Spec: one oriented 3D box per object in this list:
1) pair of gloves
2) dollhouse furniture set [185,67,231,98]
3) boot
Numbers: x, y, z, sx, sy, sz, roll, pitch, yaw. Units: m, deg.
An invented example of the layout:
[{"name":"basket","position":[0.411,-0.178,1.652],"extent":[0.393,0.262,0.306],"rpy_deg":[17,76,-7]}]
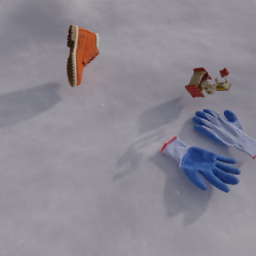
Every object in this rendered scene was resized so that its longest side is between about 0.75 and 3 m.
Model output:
[{"name":"pair of gloves","position":[2.031,0.390,6.578],"extent":[1.841,0.261,2.290],"rpy_deg":[35,62,28]},{"name":"dollhouse furniture set","position":[2.112,-1.161,7.085],"extent":[1.209,0.492,0.651],"rpy_deg":[7,63,51]},{"name":"boot","position":[-1.202,-1.914,7.678],"extent":[0.908,0.636,1.694],"rpy_deg":[6,85,-28]}]
